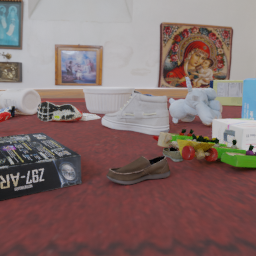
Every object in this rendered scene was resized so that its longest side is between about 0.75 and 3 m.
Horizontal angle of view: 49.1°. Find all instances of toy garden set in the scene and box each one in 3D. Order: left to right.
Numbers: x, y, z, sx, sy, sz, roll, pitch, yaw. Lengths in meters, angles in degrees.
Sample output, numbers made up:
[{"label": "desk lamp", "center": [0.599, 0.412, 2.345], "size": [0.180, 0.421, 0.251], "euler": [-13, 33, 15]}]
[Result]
[{"label": "toy garden set", "center": [1.586, 0.296, 6.203], "size": [1.982, 0.474, 2.378], "euler": [6, 7, -26]}]

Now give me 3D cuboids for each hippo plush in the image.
[{"label": "hippo plush", "center": [2.445, -0.642, 10.757], "size": [2.079, 1.656, 1.672], "euler": [8, -28, -42]}]

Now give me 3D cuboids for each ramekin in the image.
[{"label": "ramekin", "center": [-0.988, -1.500, 14.784], "size": [2.757, 1.284, 2.757], "euler": [0, 10, 0]}]

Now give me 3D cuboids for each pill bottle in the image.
[{"label": "pill bottle", "center": [-5.519, -1.323, 13.891], "size": [2.195, 1.255, 1.255], "euler": [6, 12, 31]}]

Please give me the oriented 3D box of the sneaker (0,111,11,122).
[{"label": "sneaker", "center": [-4.168, -0.244, 8.983], "size": [0.869, 0.334, 0.369], "euler": [-25, 37, -15]}]

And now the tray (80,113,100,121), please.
[{"label": "tray", "center": [-2.153, -0.544, 12.599], "size": [1.745, 0.194, 0.937], "euler": [8, 12, 37]}]

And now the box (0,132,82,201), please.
[{"label": "box", "center": [-2.210, 0.610, 5.253], "size": [1.916, 0.521, 2.392], "euler": [-7, 12, -32]}]

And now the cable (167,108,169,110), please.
[{"label": "cable", "center": [2.057, -1.021, 15.568], "size": [0.756, 0.190, 0.367], "euler": [9, -11, -21]}]

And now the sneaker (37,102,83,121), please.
[{"label": "sneaker", "center": [-2.888, -0.578, 11.793], "size": [2.174, 0.837, 0.923], "euler": [9, -5, 25]}]

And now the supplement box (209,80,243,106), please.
[{"label": "supplement box", "center": [6.704, -2.402, 18.815], "size": [2.394, 1.609, 2.396], "euler": [3, 11, 16]}]

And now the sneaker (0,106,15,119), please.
[{"label": "sneaker", "center": [-5.445, -0.714, 12.522], "size": [0.556, 0.546, 1.443], "euler": [3, 9, -5]}]

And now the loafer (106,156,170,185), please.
[{"label": "loafer", "center": [0.188, 0.701, 5.015], "size": [1.224, 0.435, 0.447], "euler": [-5, 11, -26]}]

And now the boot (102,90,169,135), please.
[{"label": "boot", "center": [0.206, -0.626, 9.712], "size": [2.858, 1.366, 1.051], "euler": [8, 13, 39]}]

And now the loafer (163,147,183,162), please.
[{"label": "loafer", "center": [1.023, 0.545, 6.352], "size": [0.288, 0.267, 0.767], "euler": [-3, 11, -19]}]

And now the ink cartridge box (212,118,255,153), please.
[{"label": "ink cartridge box", "center": [3.100, 0.202, 7.136], "size": [1.140, 0.655, 1.946], "euler": [-2, 10, -10]}]

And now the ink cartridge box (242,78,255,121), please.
[{"label": "ink cartridge box", "center": [5.099, -0.569, 8.203], "size": [2.849, 1.784, 1.831], "euler": [10, 14, 43]}]
